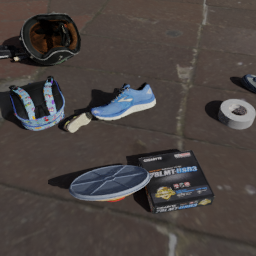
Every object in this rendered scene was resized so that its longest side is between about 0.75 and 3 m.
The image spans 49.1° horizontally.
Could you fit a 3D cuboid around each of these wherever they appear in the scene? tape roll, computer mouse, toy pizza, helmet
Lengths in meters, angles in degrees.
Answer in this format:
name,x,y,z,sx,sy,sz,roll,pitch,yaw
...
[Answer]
name,x,y,z,sx,sy,sz,roll,pitch,yaw
tape roll,4.051,-0.532,10.452,1.260,0.416,1.260,0,44,0
computer mouse,-5.617,-3.451,13.332,2.299,0.529,1.614,-9,41,-26
toy pizza,-0.488,1.565,7.765,2.259,0.358,2.259,-8,11,2
helmet,-3.527,-3.928,12.504,2.291,2.403,2.403,-7,43,17

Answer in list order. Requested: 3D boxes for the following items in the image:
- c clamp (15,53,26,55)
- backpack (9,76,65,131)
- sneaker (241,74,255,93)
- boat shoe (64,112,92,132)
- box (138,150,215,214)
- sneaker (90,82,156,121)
name,x,y,z,sx,sy,sz,roll,pitch,yaw
c clamp,-4.731,-4.140,13.878,1.826,0.290,2.138,-5,40,-27
backpack,-3.097,-0.704,9.948,1.843,1.358,2.019,-18,47,-17
sneaker,5.845,-1.783,11.267,2.491,1.022,0.874,32,53,28
boat shoe,-1.798,-0.241,10.154,0.367,0.443,1.232,9,35,35
box,1.367,1.547,8.349,1.817,0.451,1.803,-7,45,-8
sneaker,-0.244,-1.028,10.226,2.504,1.116,0.983,-21,19,-18
